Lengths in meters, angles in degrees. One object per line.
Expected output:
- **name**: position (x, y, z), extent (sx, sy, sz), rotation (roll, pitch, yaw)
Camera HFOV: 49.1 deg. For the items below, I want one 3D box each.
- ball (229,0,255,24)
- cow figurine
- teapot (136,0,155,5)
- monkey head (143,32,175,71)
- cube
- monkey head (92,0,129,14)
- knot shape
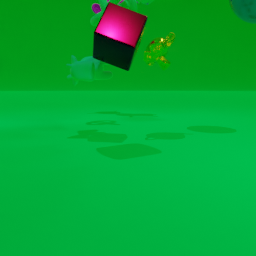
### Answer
- **ball**: position (2.749, -2.828, 5.746), extent (1.301, 1.301, 1.301), rotation (0, 8, 0)
- **cow figurine**: position (-0.869, -1.263, 5.959), extent (1.088, 0.607, 1.105), rotation (-10, 20, -27)
- **teapot**: position (0.526, -4.395, 9.030), extent (0.976, 0.769, 1.570), rotation (29, 8, -30)
- **monkey head**: position (1.166, -2.681, 10.213), extent (1.591, 1.145, 0.959), rotation (-44, -1, 37)
- **cube**: position (-0.163, -1.659, 5.158), extent (0.756, 0.756, 0.756), rotation (20, -22, -1)
- **monkey head**: position (-0.389, -4.097, 10.308), extent (1.832, 1.318, 1.104), rotation (-7, 15, -44)
- **knot shape**: position (-0.341, -3.152, 7.119), extent (1.341, 1.255, 0.620), rotation (-5, -22, 24)
